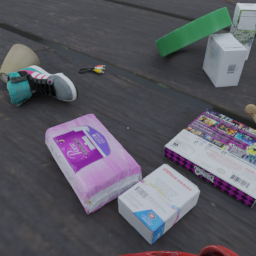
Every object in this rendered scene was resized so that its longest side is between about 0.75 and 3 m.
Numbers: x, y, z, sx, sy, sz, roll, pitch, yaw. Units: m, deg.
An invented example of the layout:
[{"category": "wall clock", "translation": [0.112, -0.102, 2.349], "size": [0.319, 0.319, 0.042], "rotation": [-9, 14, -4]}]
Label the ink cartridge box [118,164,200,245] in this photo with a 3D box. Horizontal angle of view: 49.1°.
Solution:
[{"category": "ink cartridge box", "translation": [0.676, 1.598, 6.124], "size": [1.471, 0.623, 1.063], "rotation": [-31, 49, -29]}]

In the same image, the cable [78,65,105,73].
[{"category": "cable", "translation": [-1.409, -2.352, 10.994], "size": [1.072, 0.270, 0.521], "rotation": [6, 53, 4]}]

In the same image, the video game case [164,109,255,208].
[{"category": "video game case", "translation": [2.609, 0.601, 7.422], "size": [2.500, 0.448, 2.266], "rotation": [30, 49, 30]}]

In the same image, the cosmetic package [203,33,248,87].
[{"category": "cosmetic package", "translation": [3.492, -2.503, 10.298], "size": [0.885, 1.434, 1.439], "rotation": [-4, 41, -5]}]

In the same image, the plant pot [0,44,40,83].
[{"category": "plant pot", "translation": [-4.120, -2.232, 10.361], "size": [1.188, 1.188, 1.269], "rotation": [15, 56, 16]}]

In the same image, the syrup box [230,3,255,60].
[{"category": "syrup box", "translation": [4.648, -3.884, 11.425], "size": [0.816, 2.072, 0.844], "rotation": [5, 41, 6]}]

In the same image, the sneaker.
[{"category": "sneaker", "translation": [-3.016, -1.288, 9.096], "size": [2.655, 1.110, 1.603], "rotation": [22, 40, 33]}]

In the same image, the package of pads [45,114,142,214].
[{"category": "package of pads", "translation": [-0.914, 0.757, 6.876], "size": [1.468, 0.922, 2.436], "rotation": [-22, 45, -25]}]

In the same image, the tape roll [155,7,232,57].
[{"category": "tape roll", "translation": [2.547, -3.744, 11.089], "size": [2.934, 0.705, 2.934], "rotation": [-25, 11, 5]}]

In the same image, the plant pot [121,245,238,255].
[{"category": "plant pot", "translation": [0.745, 2.741, 3.679], "size": [1.980, 2.175, 2.175], "rotation": [-2, 40, -14]}]

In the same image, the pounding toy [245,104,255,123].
[{"category": "pounding toy", "translation": [4.531, -0.135, 8.198], "size": [2.332, 1.338, 1.333], "rotation": [25, 18, 14]}]
